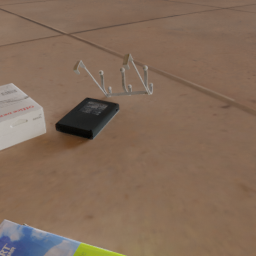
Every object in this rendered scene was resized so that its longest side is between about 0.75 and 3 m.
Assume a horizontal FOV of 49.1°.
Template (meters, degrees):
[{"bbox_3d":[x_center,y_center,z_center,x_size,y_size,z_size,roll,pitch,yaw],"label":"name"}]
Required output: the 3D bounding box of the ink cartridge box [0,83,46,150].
[{"bbox_3d":[-3.549,-0.387,8.061,1.507,0.878,2.084,-25,42,-34],"label":"ink cartridge box"}]

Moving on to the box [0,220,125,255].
[{"bbox_3d":[-1.035,2.416,3.888,2.780,0.662,1.695,9,36,18],"label":"box"}]

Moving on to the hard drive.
[{"bbox_3d":[-1.195,-0.347,8.570,1.253,0.295,1.795,13,35,19],"label":"hard drive"}]

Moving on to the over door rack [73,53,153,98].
[{"bbox_3d":[-0.324,-1.675,8.769,1.722,2.331,0.776,-2,74,22],"label":"over door rack"}]
